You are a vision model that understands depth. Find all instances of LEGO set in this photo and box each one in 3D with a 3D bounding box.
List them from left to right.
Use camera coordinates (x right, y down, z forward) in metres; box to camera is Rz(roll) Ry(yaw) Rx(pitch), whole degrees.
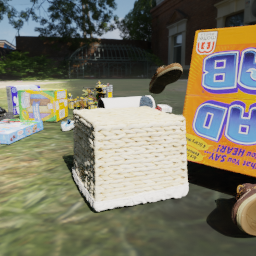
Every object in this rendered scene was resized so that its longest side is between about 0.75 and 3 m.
[{"bbox_3d":[-2.251,-1.975,16.700,2.224,1.676,2.893,-10,17,-38],"label":"LEGO set"}]

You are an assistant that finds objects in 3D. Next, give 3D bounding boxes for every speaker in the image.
[{"bbox_3d":[-0.093,-0.970,13.666,2.722,1.105,1.105,-7,14,-25],"label":"speaker"}]

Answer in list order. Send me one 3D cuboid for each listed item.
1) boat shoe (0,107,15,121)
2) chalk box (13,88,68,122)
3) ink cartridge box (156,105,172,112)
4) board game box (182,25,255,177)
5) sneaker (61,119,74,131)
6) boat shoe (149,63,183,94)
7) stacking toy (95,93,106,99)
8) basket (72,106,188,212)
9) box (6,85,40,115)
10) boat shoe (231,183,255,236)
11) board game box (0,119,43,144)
[{"bbox_3d":[-5.752,-0.575,12.623,0.806,0.764,2.306,-11,17,-41],"label":"boat shoe"},{"bbox_3d":[-4.320,-1.166,13.575,2.408,1.490,1.498,3,13,10],"label":"chalk box"},{"bbox_3d":[1.842,-1.130,16.175,1.093,0.277,1.241,0,13,-6],"label":"ink cartridge box"},{"bbox_3d":[3.187,-0.455,6.236,2.823,2.824,2.826,11,4,40],"label":"board game box"},{"bbox_3d":[-2.284,-0.165,11.604,0.436,0.440,1.214,6,13,28],"label":"sneaker"},{"bbox_3d":[1.497,-2.247,11.810,0.849,0.802,2.359,13,-19,-20],"label":"boat shoe"},{"bbox_3d":[-1.588,-1.917,17.860,1.123,1.017,0.475,3,46,-5],"label":"stacking toy"},{"bbox_3d":[-0.031,0.481,6.058,2.079,1.672,2.060,-3,12,-22],"label":"basket"},{"bbox_3d":[-5.676,-1.582,15.362,1.634,1.502,0.857,-11,15,-39],"label":"box"},{"bbox_3d":[2.190,1.295,4.824,1.907,0.688,0.686,-7,6,-43],"label":"boat shoe"},{"bbox_3d":[-4.536,0.087,10.519,1.711,0.414,2.261,3,14,12],"label":"board game box"}]
